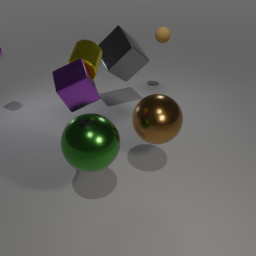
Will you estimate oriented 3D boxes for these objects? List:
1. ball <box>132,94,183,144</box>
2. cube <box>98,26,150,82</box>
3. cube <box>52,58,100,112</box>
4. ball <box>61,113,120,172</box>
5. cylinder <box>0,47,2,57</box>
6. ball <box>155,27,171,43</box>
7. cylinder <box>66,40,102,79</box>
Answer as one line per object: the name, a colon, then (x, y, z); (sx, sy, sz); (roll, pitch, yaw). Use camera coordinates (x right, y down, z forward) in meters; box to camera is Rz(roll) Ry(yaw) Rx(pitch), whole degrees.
ball: (0.815, -0.245, 7.768); (1.400, 1.400, 1.400); (0, 31, 0)
cube: (-0.236, -3.056, 11.687); (1.400, 1.400, 1.400); (20, 36, -55)
cube: (-1.104, -0.905, 5.974); (0.700, 0.700, 0.700); (-25, 50, 3)
ball: (-0.881, 0.344, 6.648); (1.400, 1.400, 1.400); (0, 31, 0)
cylinder: (-5.140, -2.834, 10.242); (0.700, 0.700, 0.700); (19, 36, 28)
ball: (1.576, -4.208, 12.688); (0.700, 0.700, 0.700); (0, 31, 0)
cylinder: (-1.000, -1.549, 6.486); (0.700, 0.700, 0.700); (5, 54, 8)
